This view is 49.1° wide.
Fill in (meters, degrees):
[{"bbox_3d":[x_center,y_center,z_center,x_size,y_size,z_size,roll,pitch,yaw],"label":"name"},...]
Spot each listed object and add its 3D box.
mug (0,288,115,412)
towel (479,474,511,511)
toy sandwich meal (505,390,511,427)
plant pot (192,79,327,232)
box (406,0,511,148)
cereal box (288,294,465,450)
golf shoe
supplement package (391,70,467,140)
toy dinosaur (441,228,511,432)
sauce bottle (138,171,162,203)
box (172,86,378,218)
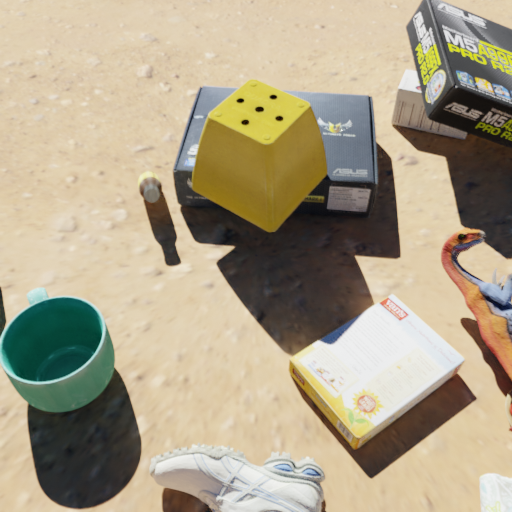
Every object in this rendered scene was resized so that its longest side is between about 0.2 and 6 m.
[{"bbox_3d":[-2.698,1.331,7.923,1.418,1.067,1.726,2,47,3],"label":"mug"},{"bbox_3d":[3.611,3.491,6.389,1.942,0.467,1.662,7,45,7],"label":"towel"},{"bbox_3d":[4.030,2.136,7.635,1.185,0.406,1.185,0,48,0],"label":"toy sandwich meal"},{"bbox_3d":[0.055,-1.785,9.198,1.766,1.558,1.767,30,60,21],"label":"plant pot"},{"bbox_3d":[5.098,-3.531,11.444,3.855,0.853,3.088,14,53,-15],"label":"box"},{"bbox_3d":[1.733,1.590,8.125,2.085,0.412,1.500,-27,53,-22],"label":"cereal box"},{"bbox_3d":[-0.275,2.894,6.708,2.173,0.851,1.057,4,53,5],"label":"golf shoe"},{"bbox_3d":[3.913,-3.320,12.256,1.647,0.902,0.937,16,48,14],"label":"supplement package"},{"bbox_3d":[3.523,0.712,8.160,2.349,1.359,2.589,37,53,22],"label":"toy dinosaur"},{"bbox_3d":[-1.962,-1.261,10.345,0.442,0.442,1.365,-10,18,-9],"label":"sauce bottle"},{"bbox_3d":[0.461,-2.174,11.183,3.739,0.954,2.949,5,47,4],"label":"box"}]
